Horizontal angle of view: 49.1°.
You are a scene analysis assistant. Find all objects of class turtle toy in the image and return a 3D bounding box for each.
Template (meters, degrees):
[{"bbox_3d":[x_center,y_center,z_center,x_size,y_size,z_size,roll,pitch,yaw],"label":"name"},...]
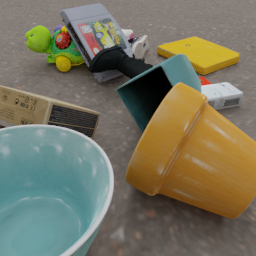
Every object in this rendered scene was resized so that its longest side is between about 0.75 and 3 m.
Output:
[{"bbox_3d":[-2.310,-3.136,10.434,2.818,1.424,2.053,-9,37,-13],"label":"turtle toy"}]

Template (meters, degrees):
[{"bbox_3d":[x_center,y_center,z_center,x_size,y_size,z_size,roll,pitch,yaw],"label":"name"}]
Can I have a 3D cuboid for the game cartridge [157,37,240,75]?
[{"bbox_3d":[2.781,-2.910,11.067,2.230,0.410,2.530,-22,44,-28],"label":"game cartridge"}]

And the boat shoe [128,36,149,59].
[{"bbox_3d":[0.236,-3.246,11.391,0.838,0.674,1.806,1,31,23],"label":"boat shoe"}]

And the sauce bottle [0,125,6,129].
[{"bbox_3d":[-3.271,0.211,6.328,2.464,0.813,0.813,18,39,21],"label":"sauce bottle"}]

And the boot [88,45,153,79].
[{"bbox_3d":[-0.151,-1.853,8.679,1.501,0.678,1.832,36,41,8],"label":"boot"}]

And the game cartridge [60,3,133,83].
[{"bbox_3d":[-0.926,-3.031,9.698,1.807,0.555,2.715,-29,88,-38],"label":"game cartridge"}]

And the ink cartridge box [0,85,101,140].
[{"bbox_3d":[-1.880,-0.338,6.345,1.942,0.729,1.599,16,2,33],"label":"ink cartridge box"}]

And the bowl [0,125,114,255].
[{"bbox_3d":[-1.568,1.306,4.191,2.778,1.453,2.778,0,37,0],"label":"bowl"}]

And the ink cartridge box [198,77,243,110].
[{"bbox_3d":[2.191,-1.218,8.583,1.633,0.482,2.040,-11,38,-15],"label":"ink cartridge box"}]

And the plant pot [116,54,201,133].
[{"bbox_3d":[0.986,-1.019,7.054,1.382,1.383,1.957,-22,17,39],"label":"plant pot"}]

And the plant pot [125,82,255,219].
[{"bbox_3d":[1.288,0.531,5.003,1.905,2.081,2.081,29,42,13],"label":"plant pot"}]

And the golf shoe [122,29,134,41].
[{"bbox_3d":[-0.864,-3.904,11.561,2.215,1.013,0.834,-2,40,19],"label":"golf shoe"}]
